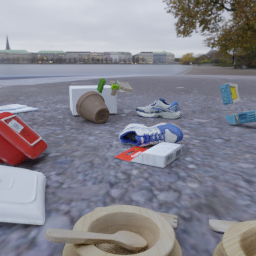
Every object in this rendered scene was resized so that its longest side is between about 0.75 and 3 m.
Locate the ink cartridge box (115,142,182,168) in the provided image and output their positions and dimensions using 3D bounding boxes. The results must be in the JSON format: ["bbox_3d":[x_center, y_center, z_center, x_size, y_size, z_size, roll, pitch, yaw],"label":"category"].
[{"bbox_3d":[0.449,0.505,6.126,1.187,0.281,0.950,9,16,29],"label":"ink cartridge box"}]

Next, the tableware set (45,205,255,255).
[{"bbox_3d":[0.689,1.146,2.776,2.760,0.553,1.824,3,13,11],"label":"tableware set"}]

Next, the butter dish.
[{"bbox_3d":[-2.435,0.339,5.756,1.197,0.887,1.201,44,6,-8],"label":"butter dish"}]

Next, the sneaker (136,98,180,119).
[{"bbox_3d":[1.133,-0.789,10.635,1.734,0.739,0.668,4,14,19],"label":"sneaker"}]

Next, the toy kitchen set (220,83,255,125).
[{"bbox_3d":[3.693,-0.847,8.649,1.002,1.363,1.701,-9,-2,-38],"label":"toy kitchen set"}]

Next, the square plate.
[{"bbox_3d":[-1.874,0.839,3.988,1.409,0.202,1.422,13,12,-19],"label":"square plate"}]

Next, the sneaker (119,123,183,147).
[{"bbox_3d":[0.535,0.248,6.834,1.588,0.598,0.700,-1,20,30],"label":"sneaker"}]

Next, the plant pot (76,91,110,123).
[{"bbox_3d":[-1.131,-0.628,9.682,1.069,1.069,0.932,-9,33,-34],"label":"plant pot"}]

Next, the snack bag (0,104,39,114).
[{"bbox_3d":[-4.945,-0.806,11.931,1.674,0.179,1.578,10,16,37],"label":"snack bag"}]

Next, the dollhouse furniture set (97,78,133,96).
[{"bbox_3d":[-0.464,-1.429,10.191,1.240,0.479,0.620,6,32,-32],"label":"dollhouse furniture set"}]

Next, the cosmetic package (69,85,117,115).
[{"bbox_3d":[-1.473,-1.184,11.529,1.748,1.078,1.753,-3,13,-13],"label":"cosmetic package"}]
